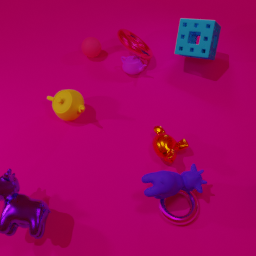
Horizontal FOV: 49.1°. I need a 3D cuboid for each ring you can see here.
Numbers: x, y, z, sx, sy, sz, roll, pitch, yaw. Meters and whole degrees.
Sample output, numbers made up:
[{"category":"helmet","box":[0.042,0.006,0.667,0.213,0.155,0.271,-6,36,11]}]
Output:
[{"category":"ring","box":[0.273,-3.143,10.518,1.604,0.321,1.604,31,28,-19]},{"category":"ring","box":[1.311,2.001,7.341,1.067,0.213,1.067,1,52,-1]}]

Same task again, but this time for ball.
[{"category":"ball","box":[-1.397,-3.093,10.730,0.762,0.762,0.762,0,54,0]}]

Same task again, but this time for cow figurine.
[{"category":"cow figurine","box":[-2.531,1.753,6.603,1.517,0.833,1.493,6,62,0]},{"category":"cow figurine","box":[1.182,1.335,6.961,1.381,1.403,0.770,-19,68,20]}]

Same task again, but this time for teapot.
[{"category":"teapot","box":[-1.880,-0.742,8.752,1.640,0.803,1.019,18,86,27]},{"category":"teapot","box":[0.203,-2.333,10.236,1.225,0.600,0.762,31,53,30]}]

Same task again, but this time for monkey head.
[{"category":"monkey head","box":[1.195,0.463,7.981,0.961,0.805,1.335,-27,41,7]}]

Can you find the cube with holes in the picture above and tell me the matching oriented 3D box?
[{"category":"cube with holes","box":[2.495,-3.125,9.951,1.187,1.187,1.187,14,15,25]}]
